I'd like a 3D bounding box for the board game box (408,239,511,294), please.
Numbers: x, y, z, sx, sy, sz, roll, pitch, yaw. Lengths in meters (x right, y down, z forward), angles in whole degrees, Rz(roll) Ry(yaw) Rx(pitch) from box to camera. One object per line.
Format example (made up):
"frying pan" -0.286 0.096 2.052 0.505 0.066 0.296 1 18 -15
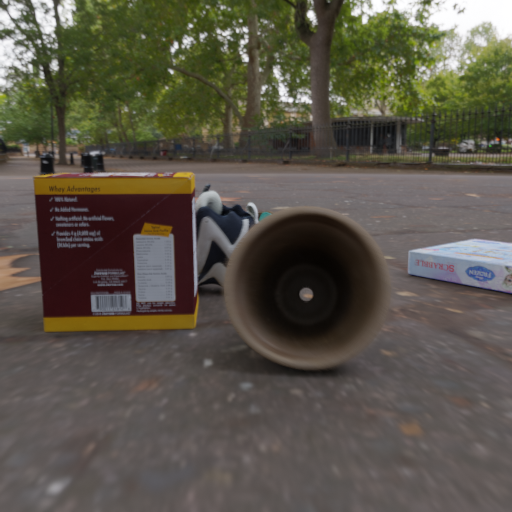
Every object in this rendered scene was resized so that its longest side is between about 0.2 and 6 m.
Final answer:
"board game box" 3.423 0.117 7.866 1.814 0.374 1.819 -8 13 -38

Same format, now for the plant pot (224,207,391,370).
"plant pot" 0.454 0.304 4.958 1.319 1.319 1.150 1 -6 6

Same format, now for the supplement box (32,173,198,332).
"supplement box" -1.377 -0.093 5.832 1.495 1.515 1.006 -1 10 -4

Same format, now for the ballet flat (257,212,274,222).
"ballet flat" 0.198 -0.606 11.726 0.627 0.587 1.732 16 -4 -32

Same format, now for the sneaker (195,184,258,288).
"sneaker" -0.835 -0.240 6.962 1.989 1.294 0.794 0 17 11
